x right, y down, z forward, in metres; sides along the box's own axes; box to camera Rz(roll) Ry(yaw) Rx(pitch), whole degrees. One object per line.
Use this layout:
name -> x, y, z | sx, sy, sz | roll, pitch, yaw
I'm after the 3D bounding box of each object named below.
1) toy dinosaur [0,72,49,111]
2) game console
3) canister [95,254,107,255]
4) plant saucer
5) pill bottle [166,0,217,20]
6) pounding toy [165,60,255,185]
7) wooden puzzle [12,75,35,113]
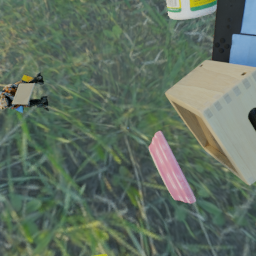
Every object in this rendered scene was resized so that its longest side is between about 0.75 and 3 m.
toy dinosaur -> -2.616, -0.853, 6.769 | 1.208, 0.909, 1.780 | -11, 38, -10
game console -> 2.831, -1.896, 5.818 | 2.117, 1.872, 0.329 | 18, 46, 30
canister -> -0.628, 3.235, 5.438 | 0.952, 0.555, 1.282 | 8, 41, -40
plant saucer -> 0.811, 0.791, 5.428 | 0.378, 1.493, 1.493 | -27, 75, 5
pill bottle -> 1.406, -3.752, 6.425 | 1.219, 2.161, 1.219 | -10, 31, 6
pounding toy -> 2.328, -0.232, 6.011 | 1.715, 2.220, 2.412 | -39, 111, 2
wooden puzzle -> -2.048, -0.677, 5.533 | 0.532, 0.092, 0.788 | 10, 74, 34
